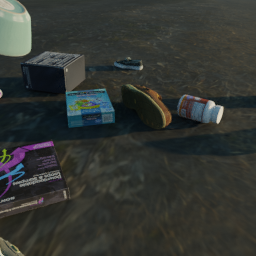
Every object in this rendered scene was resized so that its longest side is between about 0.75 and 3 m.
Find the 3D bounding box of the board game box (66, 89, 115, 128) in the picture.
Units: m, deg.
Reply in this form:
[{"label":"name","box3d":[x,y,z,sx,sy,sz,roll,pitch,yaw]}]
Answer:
[{"label":"board game box","box3d":[-1.211,-0.668,8.610,1.320,0.410,1.748,-7,31,-11]}]

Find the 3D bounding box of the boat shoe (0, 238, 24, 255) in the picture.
[{"label":"boat shoe","box3d":[-1.799,1.946,4.089,1.339,0.479,0.400,14,-10,45]}]

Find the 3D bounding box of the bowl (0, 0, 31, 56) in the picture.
[{"label":"bowl","box3d":[-3.038,-2.575,6.656,1.728,0.904,1.728,25,32,-17]}]

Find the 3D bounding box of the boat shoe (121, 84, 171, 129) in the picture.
[{"label":"boat shoe","box3d":[0.627,-0.781,8.322,0.839,0.894,2.485,-14,30,-20]}]

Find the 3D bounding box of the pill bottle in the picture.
[{"label":"pill bottle","box3d":[2.090,-0.524,8.113,1.177,0.660,0.660,18,35,28]}]

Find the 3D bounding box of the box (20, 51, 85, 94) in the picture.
[{"label":"box","box3d":[-2.700,-2.087,10.404,1.707,1.061,1.721,8,31,14]}]

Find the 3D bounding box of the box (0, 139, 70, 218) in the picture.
[{"label":"box","box3d":[-2.096,0.955,5.869,1.364,0.344,1.908,-12,33,-20]}]

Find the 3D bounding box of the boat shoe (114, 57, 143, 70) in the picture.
[{"label":"boat shoe","box3d":[0.031,-2.916,12.434,1.343,0.476,0.484,10,32,17]}]

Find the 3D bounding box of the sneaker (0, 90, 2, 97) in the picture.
[{"label":"sneaker","box3d":[-4.750,-1.041,9.287,1.063,0.427,0.470,-9,39,-17]}]
